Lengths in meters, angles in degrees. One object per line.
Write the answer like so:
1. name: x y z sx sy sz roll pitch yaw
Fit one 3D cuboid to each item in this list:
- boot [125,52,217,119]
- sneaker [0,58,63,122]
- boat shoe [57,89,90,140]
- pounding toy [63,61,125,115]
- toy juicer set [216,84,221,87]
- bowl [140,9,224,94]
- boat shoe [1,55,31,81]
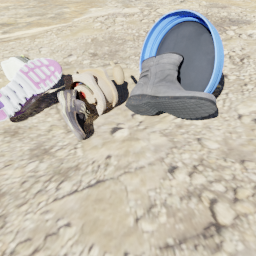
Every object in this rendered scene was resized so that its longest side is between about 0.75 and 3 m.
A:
1. boot: 1.266 -1.362 8.008 2.938 1.025 1.934 8 69 39
2. sneaker: -3.028 -1.130 8.443 2.482 1.097 0.998 -39 87 -4
3. boat shoe: -1.494 -0.503 8.066 0.696 0.707 1.899 -27 56 -1
4. pounding toy: -0.873 -1.320 9.103 2.383 1.363 1.367 8 32 44
5. toy juicer set: 2.449 -1.782 9.833 1.634 0.445 1.040 11 2 19
6. bowl: 1.531 -1.974 8.435 0.575 2.932 2.932 -5 32 -40
7. boat shoe: -3.684 -2.119 9.905 0.833 0.996 2.787 -30 28 -29
